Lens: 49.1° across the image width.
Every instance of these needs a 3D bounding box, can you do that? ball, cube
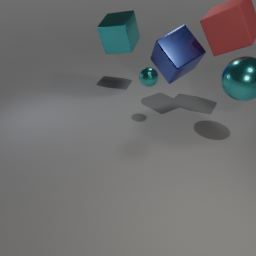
[{"bbox_3d":[3.676,-1.546,8.849,1.400,1.400,1.400,0,30,0],"label":"ball"},{"bbox_3d":[0.744,-1.836,10.098,0.700,0.700,0.700,0,30,0],"label":"ball"},{"bbox_3d":[-0.395,-4.438,13.046,1.400,1.400,1.400,3,46,22],"label":"cube"},{"bbox_3d":[1.920,-2.868,11.053,1.400,1.400,1.400,-33,81,-12],"label":"cube"},{"bbox_3d":[3.619,-3.607,9.841,1.400,1.400,1.400,-9,31,42],"label":"cube"}]
